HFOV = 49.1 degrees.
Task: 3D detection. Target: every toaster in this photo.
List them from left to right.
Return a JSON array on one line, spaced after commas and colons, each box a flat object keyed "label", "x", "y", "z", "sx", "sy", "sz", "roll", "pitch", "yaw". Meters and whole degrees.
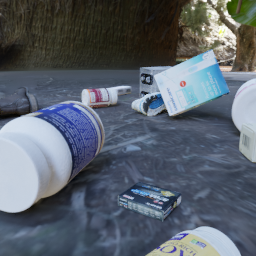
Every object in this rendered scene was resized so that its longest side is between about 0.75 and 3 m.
[{"label": "toaster", "x": 1.652, "y": -1.973, "z": 13.541, "sx": 2.076, "sy": 1.877, "sz": 1.232, "roll": -7, "pitch": 19, "yaw": -24}]

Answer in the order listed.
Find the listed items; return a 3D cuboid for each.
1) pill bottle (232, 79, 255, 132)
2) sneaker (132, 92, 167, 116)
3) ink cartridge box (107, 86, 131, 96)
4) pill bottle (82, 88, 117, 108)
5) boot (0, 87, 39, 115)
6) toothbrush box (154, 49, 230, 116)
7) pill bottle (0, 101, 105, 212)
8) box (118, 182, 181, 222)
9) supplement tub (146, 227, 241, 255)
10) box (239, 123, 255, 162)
[{"label": "pill bottle", "x": 4.348, "y": -0.772, "z": 9.187, "sx": 1.660, "sy": 1.660, "sz": 2.929, "roll": 6, "pitch": 16, "yaw": 22}, {"label": "sneaker", "x": 1.351, "y": -1.206, "z": 12.291, "sx": 2.812, "sy": 1.054, "sz": 1.219, "roll": -11, "pitch": 13, "yaw": -37}, {"label": "ink cartridge box", "x": -1.061, "y": -2.465, "z": 18.139, "sx": 2.035, "sy": 0.581, "sz": 1.654, "roll": 14, "pitch": 20, "yaw": 31}, {"label": "pill bottle", "x": -1.343, "y": -1.434, "z": 13.310, "sx": 1.540, "sy": 0.879, "sz": 0.879, "roll": -7, "pitch": 16, "yaw": -26}, {"label": "boot", "x": -5.315, "y": -1.051, "z": 11.561, "sx": 2.584, "sy": 1.028, "sz": 2.968, "roll": -9, "pitch": 19, "yaw": -33}, {"label": "toothbrush box", "x": 2.391, "y": -1.630, "z": 10.587, "sx": 2.303, "sy": 1.686, "sz": 0.982, "roll": -21, "pitch": -5, "yaw": 18}, {"label": "pill bottle", "x": -1.479, "y": 0.389, "z": 5.162, "sx": 1.448, "sy": 1.448, "sz": 2.502, "roll": 4, "pitch": 15, "yaw": 14}, {"label": "box", "x": 0.359, "y": 1.176, "z": 4.601, "sx": 0.840, "sy": 0.193, "sz": 0.667, "roll": 10, "pitch": 17, "yaw": 33}, {"label": "supplement tub", "x": 0.513, "y": 1.415, "z": 2.550, "sx": 1.042, "sy": 0.758, "sz": 0.758, "roll": -13, "pitch": 20, "yaw": -41}, {"label": "box", "x": 3.945, "y": 0.345, "z": 6.658, "sx": 2.261, "sy": 0.773, "sz": 0.929, "roll": 0, "pitch": 15, "yaw": 0}]
